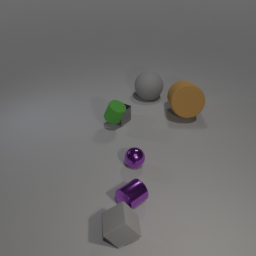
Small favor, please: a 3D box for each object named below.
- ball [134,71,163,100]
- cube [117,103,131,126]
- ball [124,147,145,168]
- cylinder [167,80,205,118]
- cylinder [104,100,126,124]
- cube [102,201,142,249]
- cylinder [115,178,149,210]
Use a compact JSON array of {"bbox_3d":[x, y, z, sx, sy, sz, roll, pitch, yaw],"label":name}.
[{"bbox_3d":[1.013,-2.067,13.580,1.400,1.400,1.400,0,33,0],"label":"ball"},{"bbox_3d":[-0.342,-0.609,11.975,0.700,0.700,0.700,21,38,29],"label":"cube"},{"bbox_3d":[0.227,0.999,9.448,0.700,0.700,0.700,0,33,0],"label":"ball"},{"bbox_3d":[2.462,-1.264,12.037,1.400,1.400,1.400,1,17,1],"label":"cylinder"},{"bbox_3d":[-0.522,-0.629,11.053,0.700,0.700,0.700,16,43,-16],"label":"cylinder"},{"bbox_3d":[-0.171,2.417,6.996,0.700,0.700,0.700,-32,31,13],"label":"cube"},{"bbox_3d":[0.107,1.911,8.020,0.700,0.700,0.700,-25,40,-35],"label":"cylinder"}]
